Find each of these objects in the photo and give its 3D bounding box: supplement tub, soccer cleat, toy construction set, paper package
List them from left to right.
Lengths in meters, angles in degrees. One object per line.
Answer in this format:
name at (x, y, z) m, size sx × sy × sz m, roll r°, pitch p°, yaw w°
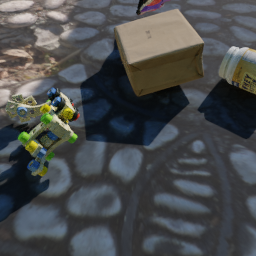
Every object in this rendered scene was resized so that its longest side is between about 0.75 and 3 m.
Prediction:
toy construction set at (-2.312, -0.159, 7.674) m, size 1.834 × 1.288 × 2.797 m, roll -47°, pitch 47°, yaw 3°
soccer cleat at (1.028, -5.411, 12.152) m, size 0.972 × 0.906 × 2.656 m, roll 13°, pitch 4°, yaw -13°
paper package at (1.030, -2.709, 9.746) m, size 2.562 × 1.391 × 2.688 m, roll -17°, pitch 46°, yaw 1°
supplement tub at (4.108, -1.901, 9.322) m, size 1.788 × 1.291 × 1.291 m, roll 30°, pitch 53°, yaw 26°
